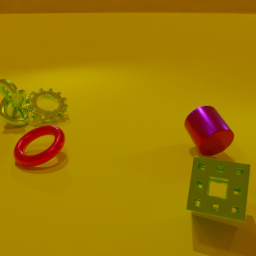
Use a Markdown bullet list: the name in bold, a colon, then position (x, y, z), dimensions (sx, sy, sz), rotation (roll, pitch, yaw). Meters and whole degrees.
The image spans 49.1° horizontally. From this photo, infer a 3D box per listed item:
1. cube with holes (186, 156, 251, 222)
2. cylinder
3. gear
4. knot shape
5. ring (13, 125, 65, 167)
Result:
- **cube with holes**: position (1.591, 1.090, 4.961), dimensions (0.905, 0.905, 0.905), rotation (7, -14, 19)
- **cylinder**: position (2.077, 0.070, 7.246), dimensions (0.953, 0.953, 0.953), rotation (-7, 45, -15)
- **gear**: position (-2.763, -0.795, 9.545), dimensions (1.365, 0.253, 1.365), rotation (11, 49, -13)
- **knot shape**: position (-3.712, -0.712, 9.120), dimensions (0.737, 1.594, 1.492), rotation (-14, 64, -5)
- **ring**: position (-2.260, 0.427, 7.156), dimensions (1.367, 0.273, 1.367), rotation (-10, 40, 9)
